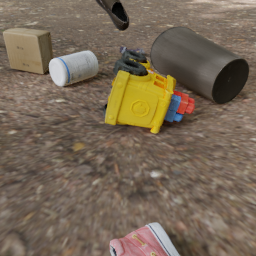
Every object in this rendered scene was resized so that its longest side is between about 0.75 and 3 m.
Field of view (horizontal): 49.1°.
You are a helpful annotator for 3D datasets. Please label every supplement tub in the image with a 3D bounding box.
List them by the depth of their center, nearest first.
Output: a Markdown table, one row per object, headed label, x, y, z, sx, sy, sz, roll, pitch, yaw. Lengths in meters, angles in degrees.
| label | x | y | z | sx | sy | sz | roll | pitch | yaw |
| --- | --- | --- | --- | --- | --- | --- | --- | --- | --- |
| supplement tub | -1.820 | -2.021 | 9.468 | 0.943 | 0.943 | 1.429 | 27 | 40 | 37 |

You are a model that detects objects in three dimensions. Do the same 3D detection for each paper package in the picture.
| label | x | y | z | sx | sy | sz | roll | pitch | yaw |
| --- | --- | --- | --- | --- | --- | --- | --- | --- | --- |
| paper package | -3.608 | -2.836 | 10.289 | 1.536 | 1.464 | 0.795 | 11 | 33 | 17 |

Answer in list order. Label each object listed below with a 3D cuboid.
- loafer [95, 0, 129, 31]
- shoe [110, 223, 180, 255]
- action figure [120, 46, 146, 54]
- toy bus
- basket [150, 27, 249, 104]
| label | x | y | z | sx | sy | sz | roll | pitch | yaw |
| --- | --- | --- | --- | --- | --- | --- | --- | --- | --- |
| loafer | -0.435 | -3.653 | 8.175 | 0.588 | 1.612 | 0.575 | -43 | 15 | -11 |
| shoe | 0.371 | 1.912 | 3.388 | 0.780 | 0.613 | 1.716 | -14 | 29 | -19 |
| action figure | 0.223 | -3.326 | 12.182 | 1.118 | 0.388 | 0.727 | 11 | 26 | 10 |
| toy bus | 0.618 | -0.905 | 7.298 | 2.172 | 1.535 | 2.262 | 16 | 30 | 1 |
| basket | 2.278 | -1.919 | 8.672 | 2.254 | 1.700 | 2.500 | 1 | 31 | -36 |
